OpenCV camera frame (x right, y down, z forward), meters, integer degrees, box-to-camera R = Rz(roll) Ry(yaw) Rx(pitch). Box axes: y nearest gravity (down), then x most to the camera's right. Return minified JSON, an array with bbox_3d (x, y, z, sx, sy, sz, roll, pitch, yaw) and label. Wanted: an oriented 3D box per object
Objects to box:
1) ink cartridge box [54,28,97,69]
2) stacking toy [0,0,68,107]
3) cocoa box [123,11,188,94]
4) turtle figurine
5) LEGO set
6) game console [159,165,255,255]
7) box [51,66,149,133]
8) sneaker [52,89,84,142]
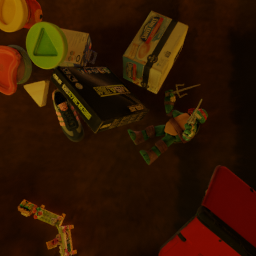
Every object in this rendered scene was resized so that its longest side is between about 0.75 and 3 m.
[{"bbox_3d":[-2.002,-2.610,9.495,1.831,0.699,1.249,11,73,5],"label":"ink cartridge box"},{"bbox_3d":[-2.909,-2.329,8.568,2.665,1.244,2.944,32,116,10],"label":"stacking toy"},{"bbox_3d":[0.847,-2.444,9.096,1.324,1.346,2.018,27,72,9],"label":"cocoa box"},{"bbox_3d":[1.406,-0.092,8.181,2.639,1.329,1.976,-33,34,1],"label":"turtle figurine"},{"bbox_3d":[-2.097,2.725,7.455,1.078,0.872,2.343,-32,73,-11],"label":"LEGO set"},{"bbox_3d":[2.708,3.001,7.306,2.979,1.768,2.568,39,108,0],"label":"game console"},{"bbox_3d":[-0.762,-0.954,8.217,2.166,0.533,2.243,47,33,20],"label":"box"},{"bbox_3d":[-1.918,-0.404,8.677,0.628,0.734,1.790,-27,72,-10],"label":"sneaker"}]
